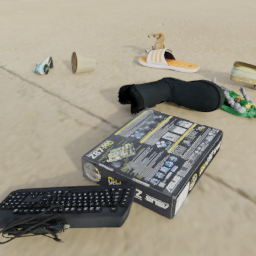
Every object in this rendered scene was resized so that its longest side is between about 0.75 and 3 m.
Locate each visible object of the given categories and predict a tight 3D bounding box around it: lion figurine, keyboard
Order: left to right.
[{"bbox_3d":[-1.330,1.401,5.183,2.826,0.560,1.471,-7,26,15],"label":"keyboard"},{"bbox_3d":[1.538,-4.286,14.211,1.197,1.955,0.708,-31,80,-16],"label":"lion figurine"}]

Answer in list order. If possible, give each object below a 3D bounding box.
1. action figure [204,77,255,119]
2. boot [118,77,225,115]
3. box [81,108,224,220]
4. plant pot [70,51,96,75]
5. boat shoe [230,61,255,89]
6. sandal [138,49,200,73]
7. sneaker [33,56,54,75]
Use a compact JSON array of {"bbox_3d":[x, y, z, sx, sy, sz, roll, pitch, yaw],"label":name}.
[{"bbox_3d":[3.597,-1.004,9.646,1.533,0.710,2.595,-13,37,-26],"label":"action figure"},{"bbox_3d":[1.280,-0.946,9.054,2.359,1.072,2.808,-20,30,-35],"label":"boot"},{"bbox_3d":[0.704,0.602,6.915,2.384,0.726,2.958,20,37,27],"label":"box"},{"bbox_3d":[-1.973,-2.895,12.523,0.927,1.013,1.013,-5,30,-28],"label":"plant pot"},{"bbox_3d":[5.161,-1.910,10.956,2.392,0.794,0.885,19,33,3],"label":"boat shoe"},{"bbox_3d":[1.937,-3.289,13.146,2.961,0.848,1.134,14,34,21],"label":"sandal"},{"bbox_3d":[-3.868,-2.888,12.788,0.638,0.573,1.477,1,31,7],"label":"sneaker"}]
